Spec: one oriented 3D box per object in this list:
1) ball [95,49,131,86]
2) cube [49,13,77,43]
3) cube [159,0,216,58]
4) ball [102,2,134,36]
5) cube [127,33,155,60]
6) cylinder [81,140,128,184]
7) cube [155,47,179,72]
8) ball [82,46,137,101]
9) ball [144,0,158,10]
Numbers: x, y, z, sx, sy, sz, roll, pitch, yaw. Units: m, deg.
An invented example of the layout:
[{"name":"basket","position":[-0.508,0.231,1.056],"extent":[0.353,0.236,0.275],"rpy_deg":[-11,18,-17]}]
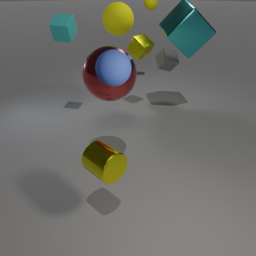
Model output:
[{"name":"ball","position":[-0.284,-1.158,5.423],"extent":[0.700,0.700,0.700],"rpy_deg":[0,28,0]},{"name":"cube","position":[-2.301,-3.566,9.991],"extent":[0.700,0.700,0.700],"rpy_deg":[8,56,10]},{"name":"cube","position":[2.298,-3.904,10.982],"extent":[1.400,1.400,1.400],"rpy_deg":[33,27,-30]},{"name":"ball","position":[-0.446,-4.863,12.509],"extent":[1.400,1.400,1.400],"rpy_deg":[0,28,0]},{"name":"cube","position":[0.522,-3.351,11.563],"extent":[0.700,0.700,0.700],"rpy_deg":[-32,76,-40]},{"name":"cylinder","position":[-0.490,0.702,5.834],"extent":[0.700,0.700,0.700],"rpy_deg":[-24,37,-38]},{"name":"cube","position":[1.743,-3.041,12.453],"extent":[0.700,0.700,0.700],"rpy_deg":[7,62,-29]},{"name":"ball","position":[-0.474,-1.398,7.254],"extent":[1.400,1.400,1.400],"rpy_deg":[0,28,0]},{"name":"ball","position":[1.161,-6.342,14.146],"extent":[0.700,0.700,0.700],"rpy_deg":[0,28,0]}]
